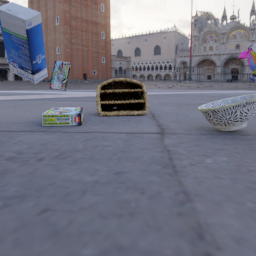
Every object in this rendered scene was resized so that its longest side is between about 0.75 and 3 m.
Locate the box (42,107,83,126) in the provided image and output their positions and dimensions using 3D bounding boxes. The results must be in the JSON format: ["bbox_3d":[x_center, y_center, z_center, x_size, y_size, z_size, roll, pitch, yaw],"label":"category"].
[{"bbox_3d":[-2.282,-0.447,10.156,1.285,0.405,2.334,-1,9,-8],"label":"box"}]

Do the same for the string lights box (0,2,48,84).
[{"bbox_3d":[-1.882,-1.502,5.075,0.657,1.279,0.377,26,48,16],"label":"string lights box"}]

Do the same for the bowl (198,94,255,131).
[{"bbox_3d":[2.996,-0.393,8.165,1.727,0.810,1.727,-14,7,2],"label":"bowl"}]

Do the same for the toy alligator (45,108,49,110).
[{"bbox_3d":[-3.492,-0.763,12.638,0.295,0.214,0.891,-40,27,-21],"label":"toy alligator"}]

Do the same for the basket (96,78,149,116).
[{"bbox_3d":[-0.278,-1.395,12.278,2.214,1.580,1.650,-2,9,-7],"label":"basket"}]

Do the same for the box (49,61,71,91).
[{"bbox_3d":[-1.931,-1.484,7.989,0.451,0.819,0.142,8,-9,5],"label":"box"}]

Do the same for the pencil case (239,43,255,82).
[{"bbox_3d":[3.495,-2.018,5.592,1.222,1.222,2.766,-3,-24,-16],"label":"pencil case"}]
